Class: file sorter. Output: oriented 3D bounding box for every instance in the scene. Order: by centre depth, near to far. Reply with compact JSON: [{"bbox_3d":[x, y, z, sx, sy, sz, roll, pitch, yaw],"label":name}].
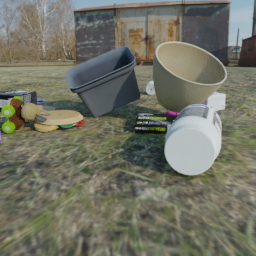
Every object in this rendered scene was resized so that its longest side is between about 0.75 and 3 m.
[{"bbox_3d":[2.530,-0.995,12.479,1.411,0.885,0.981,-6,16,-19],"label":"file sorter"}]

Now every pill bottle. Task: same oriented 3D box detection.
[{"bbox_3d":[1.730,0.235,7.315,1.359,1.359,2.389,5,17,18],"label":"pill bottle"}]

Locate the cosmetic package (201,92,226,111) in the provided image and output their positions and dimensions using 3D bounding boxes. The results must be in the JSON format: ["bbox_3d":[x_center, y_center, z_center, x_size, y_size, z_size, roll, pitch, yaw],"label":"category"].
[{"bbox_3d":[3.724,-1.483,14.286,1.170,0.852,2.301,-8,17,-25],"label":"cosmetic package"}]

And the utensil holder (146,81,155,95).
[{"bbox_3d":[1.567,-2.606,18.309,0.820,0.820,0.965,3,19,9],"label":"utensil holder"}]

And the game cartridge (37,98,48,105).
[{"bbox_3d":[-5.164,-1.393,15.086,0.903,0.267,1.393,9,18,43],"label":"game cartridge"}]

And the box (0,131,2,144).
[{"bbox_3d":[-4.805,0.389,7.777,2.248,0.439,1.538,-6,2,-19],"label":"box"}]

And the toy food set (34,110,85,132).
[{"bbox_3d":[-2.623,-0.307,10.850,1.849,0.454,1.868,-4,16,-12],"label":"toy food set"}]

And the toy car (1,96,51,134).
[{"bbox_3d":[-3.658,-0.451,10.275,1.508,1.190,1.239,6,24,-6],"label":"toy car"}]

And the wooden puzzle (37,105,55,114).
[{"bbox_3d":[-4.195,-0.704,12.698,1.298,0.261,1.403,6,22,19],"label":"wooden puzzle"}]

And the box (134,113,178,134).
[{"bbox_3d":[1.112,-0.187,10.541,1.673,0.397,1.615,2,19,8],"label":"box"}]

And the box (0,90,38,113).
[{"bbox_3d":[-5.411,-1.264,13.394,1.500,0.929,1.474,6,15,20],"label":"box"}]

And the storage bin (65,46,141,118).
[{"bbox_3d":[-0.930,-1.911,12.055,2.908,1.953,2.116,-23,40,0],"label":"storage bin"}]

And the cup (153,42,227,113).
[{"bbox_3d":[2.097,-1.760,10.901,2.761,1.975,2.761,10,43,-9],"label":"cup"}]
